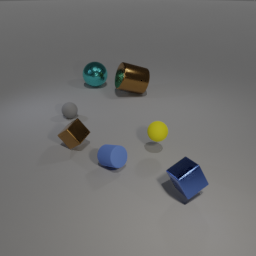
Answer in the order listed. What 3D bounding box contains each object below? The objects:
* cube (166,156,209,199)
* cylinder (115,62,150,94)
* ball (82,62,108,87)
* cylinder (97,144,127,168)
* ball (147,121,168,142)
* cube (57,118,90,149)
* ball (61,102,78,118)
[{"bbox_3d":[1.579,1.318,7.491,0.700,0.700,0.700,-34,22,-8],"label":"cube"},{"bbox_3d":[0.201,-2.550,14.437,1.400,1.400,1.400,9,24,-22],"label":"cylinder"},{"bbox_3d":[-1.837,-2.999,15.654,1.400,1.400,1.400,0,28,0],"label":"ball"},{"bbox_3d":[-0.498,0.887,8.913,0.700,0.700,0.700,-26,18,-39],"label":"cylinder"},{"bbox_3d":[0.994,0.114,9.387,0.700,0.700,0.700,0,28,0],"label":"ball"},{"bbox_3d":[-1.919,0.207,9.961,0.700,0.700,0.700,-26,20,44],"label":"cube"},{"bbox_3d":[-2.551,-0.782,12.245,0.700,0.700,0.700,0,28,0],"label":"ball"}]
